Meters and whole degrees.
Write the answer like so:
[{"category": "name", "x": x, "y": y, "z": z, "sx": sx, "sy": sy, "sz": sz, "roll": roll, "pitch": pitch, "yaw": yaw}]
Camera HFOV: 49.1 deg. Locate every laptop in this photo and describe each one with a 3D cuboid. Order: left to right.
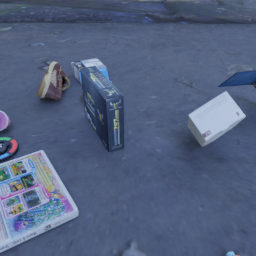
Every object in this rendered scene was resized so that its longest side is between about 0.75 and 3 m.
[{"category": "laptop", "x": 4.401, "y": -1.189, "z": 9.407, "sx": 1.180, "sy": 1.907, "sz": 2.036, "roll": -39, "pitch": 86, "yaw": -3}]

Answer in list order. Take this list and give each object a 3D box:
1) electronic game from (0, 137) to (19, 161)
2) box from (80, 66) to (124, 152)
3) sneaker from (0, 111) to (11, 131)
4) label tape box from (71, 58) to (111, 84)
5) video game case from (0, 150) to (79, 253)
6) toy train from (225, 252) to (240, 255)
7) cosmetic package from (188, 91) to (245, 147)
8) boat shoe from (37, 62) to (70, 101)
[{"category": "electronic game", "x": -3.866, "y": 0.630, "z": 8.378, "sx": 1.132, "sy": 0.235, "sz": 1.132, "roll": 0, "pitch": 34, "yaw": 0}, {"category": "box", "x": -0.834, "y": -0.666, "z": 8.830, "sx": 0.601, "sy": 1.857, "sz": 2.355, "roll": -15, "pitch": 38, "yaw": -21}, {"category": "sneaker", "x": -4.729, "y": -0.225, "z": 9.152, "sx": 1.930, "sy": 0.776, "sz": 0.853, "roll": 4, "pitch": 1, "yaw": 2}, {"category": "label tape box", "x": -1.660, "y": -2.507, "z": 12.600, "sx": 1.289, "sy": 0.595, "sz": 1.800, "roll": -15, "pitch": 36, "yaw": -21}, {"category": "video game case", "x": -2.793, "y": 1.683, "z": 6.808, "sx": 2.354, "sy": 0.306, "sz": 2.586, "roll": -19, "pitch": 38, "yaw": -26}, {"category": "toy train", "x": 1.890, "y": 2.915, "z": 4.896, "sx": 1.216, "sy": 0.450, "sz": 1.619, "roll": -5, "pitch": 35, "yaw": -7}, {"category": "cosmetic package", "x": 2.331, "y": -0.156, "z": 7.705, "sx": 1.153, "sy": 2.044, "sz": 0.829, "roll": -33, "pitch": 76, "yaw": 4}, {"category": "boat shoe", "x": -2.922, "y": -1.886, "z": 11.524, "sx": 1.047, "sy": 1.050, "sz": 2.910, "roll": 20, "pitch": 23, "yaw": -15}]
